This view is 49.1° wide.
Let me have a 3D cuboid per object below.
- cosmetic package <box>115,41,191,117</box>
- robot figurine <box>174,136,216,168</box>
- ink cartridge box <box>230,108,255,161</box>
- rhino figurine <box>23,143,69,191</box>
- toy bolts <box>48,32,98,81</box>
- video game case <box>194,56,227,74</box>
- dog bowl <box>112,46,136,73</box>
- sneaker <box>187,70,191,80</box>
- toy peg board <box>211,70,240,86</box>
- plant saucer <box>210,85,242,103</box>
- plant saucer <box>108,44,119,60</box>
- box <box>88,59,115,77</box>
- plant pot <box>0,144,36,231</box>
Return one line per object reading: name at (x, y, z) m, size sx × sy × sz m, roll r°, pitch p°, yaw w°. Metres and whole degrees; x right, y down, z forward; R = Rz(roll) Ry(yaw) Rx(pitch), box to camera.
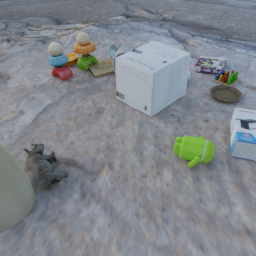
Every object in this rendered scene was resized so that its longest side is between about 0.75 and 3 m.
cosmetic package at (1.107, -2.296, 12.658) m, size 2.170 × 2.172 × 2.632 m, roll 30°, pitch 47°, yaw 32°
robot figurine at (2.379, 0.754, 9.914) m, size 1.459 × 0.844 × 1.280 m, roll 10°, pitch 40°, yaw 13°
ink cartridge box at (4.725, 0.221, 10.539) m, size 1.509 × 0.871 × 2.081 m, roll 10°, pitch 39°, yaw 12°
rhino figurine at (-2.895, 1.188, 9.446) m, size 1.020 × 0.698 × 2.334 m, roll -27°, pitch 46°, yaw -21°
toy bolts at (-3.288, -4.018, 14.970) m, size 2.532 × 1.838 × 2.650 m, roll 21°, pitch 46°, yaw 32°
video game case at (4.615, -3.528, 15.655) m, size 1.504 × 0.297 × 1.659 m, roll 13°, pitch 39°, yaw 21°
dog bowl at (0.030, -3.176, 14.070) m, size 1.803 × 1.803 × 0.529 m, roll 14°, pitch 40°, yaw 16°
sneaker at (2.075, -2.974, 14.652) m, size 2.317 × 0.770 × 1.048 m, roll 27°, pitch 43°, yaw 27°
toy peg board at (5.094, -2.678, 14.467) m, size 1.095 × 0.538 × 1.099 m, roll 32°, pitch 48°, yaw 33°
plant saucer at (4.657, -1.600, 13.366) m, size 1.479 × 0.218 × 1.479 m, roll 0°, pitch 38°, yaw 0°
plant saucer at (-0.752, -4.146, 15.782) m, size 0.298 × 1.187 × 1.187 m, roll -20°, pitch 25°, yaw 37°
box at (-1.265, -3.394, 15.646) m, size 1.837 × 0.195 × 1.502 m, roll -17°, pitch 42°, yaw -21°
plant pot at (-3.959, 1.404, 7.948) m, size 2.126 × 2.270 × 2.126 m, roll -1°, pitch 39°, yaw 0°
